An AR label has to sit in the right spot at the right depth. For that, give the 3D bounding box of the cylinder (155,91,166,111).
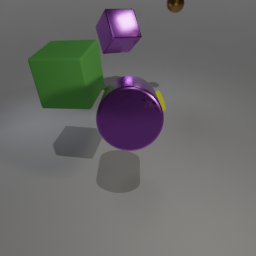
[{"bbox_3d":[0.780,-0.782,9.165,0.700,0.700,0.700,-19,27,20],"label":"cylinder"}]

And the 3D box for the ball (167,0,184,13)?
[{"bbox_3d":[1.874,-4.921,11.064,0.700,0.700,0.700,0,32,0],"label":"ball"}]

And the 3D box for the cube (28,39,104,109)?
[{"bbox_3d":[-1.552,-1.449,7.494,1.400,1.400,1.400,2,35,12],"label":"cube"}]

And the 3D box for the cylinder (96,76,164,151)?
[{"bbox_3d":[0.040,-0.383,6.365,1.400,1.400,1.400,0,19,0],"label":"cylinder"}]

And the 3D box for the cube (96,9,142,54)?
[{"bbox_3d":[-0.447,-4.289,12.483,1.400,1.400,1.400,-12,-8,-26],"label":"cube"}]
